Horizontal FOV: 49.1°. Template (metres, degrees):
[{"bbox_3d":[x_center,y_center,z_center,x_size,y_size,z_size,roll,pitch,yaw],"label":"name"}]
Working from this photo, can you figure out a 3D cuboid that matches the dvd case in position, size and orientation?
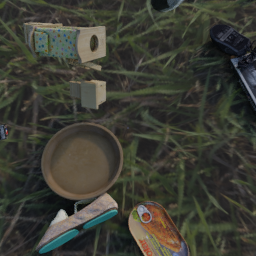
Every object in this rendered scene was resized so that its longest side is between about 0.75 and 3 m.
[{"bbox_3d":[4.727,-1.416,9.143,1.931,0.318,2.569,-19,72,-6],"label":"dvd case"}]

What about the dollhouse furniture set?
[{"bbox_3d":[-1.340,-1.120,5.148,1.645,0.914,1.455,11,115,21],"label":"dollhouse furniture set"}]

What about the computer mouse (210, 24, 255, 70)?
[{"bbox_3d":[3.527,-2.776,9.472,1.299,0.494,1.875,-41,70,-13],"label":"computer mouse"}]

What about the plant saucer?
[{"bbox_3d":[-1.318,0.947,8.193,2.371,0.349,2.371,0,64,1],"label":"plant saucer"}]

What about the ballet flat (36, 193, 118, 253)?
[{"bbox_3d":[-1.442,2.503,7.656,2.373,0.808,0.798,-24,60,-15],"label":"ballet flat"}]

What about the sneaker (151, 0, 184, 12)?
[{"bbox_3d":[1.029,-4.107,7.102,1.717,2.974,1.116,0,80,-30],"label":"sneaker"}]

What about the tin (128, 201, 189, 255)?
[{"bbox_3d":[0.798,2.978,7.627,1.131,0.423,2.020,-29,74,-14],"label":"tin"}]

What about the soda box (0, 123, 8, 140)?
[{"bbox_3d":[-2.909,0.131,5.631,0.883,0.312,0.280,-9,104,-14],"label":"soda box"}]
